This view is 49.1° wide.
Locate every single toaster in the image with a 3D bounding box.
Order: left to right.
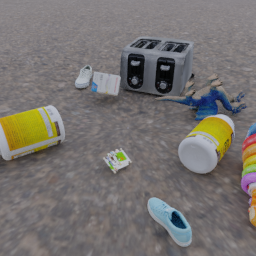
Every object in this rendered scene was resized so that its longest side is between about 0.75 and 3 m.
[{"bbox_3d":[1.289,-2.541,11.289,2.516,1.651,2.783,13,34,18],"label":"toaster"}]

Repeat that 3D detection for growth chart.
[{"bbox_3d":[-0.272,0.805,7.104,0.578,0.071,0.798,46,37,17],"label":"growth chart"}]

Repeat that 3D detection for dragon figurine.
[{"bbox_3d":[2.476,-0.829,9.303,2.935,1.459,0.864,-18,33,8],"label":"dragon figurine"}]

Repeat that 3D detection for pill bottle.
[{"bbox_3d":[-2.831,0.160,7.505,2.041,1.115,1.115,-19,37,-28],"label":"pill bottle"},{"bbox_3d":[2.146,0.324,7.355,1.002,1.002,1.833,21,38,29],"label":"pill bottle"}]

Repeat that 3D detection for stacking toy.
[{"bbox_3d":[3.014,1.121,6.169,1.308,1.384,2.384,19,51,21],"label":"stacking toy"}]

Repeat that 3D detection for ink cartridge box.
[{"bbox_3d":[-0.782,-1.587,10.169,0.946,0.696,0.684,10,3,-1],"label":"ink cartridge box"}]

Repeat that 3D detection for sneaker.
[{"bbox_3d":[-1.871,-2.176,11.717,0.588,0.570,1.609,1,32,2],"label":"sneaker"},{"bbox_3d":[0.844,1.726,5.603,0.462,0.512,1.249,-19,37,-29],"label":"sneaker"}]
